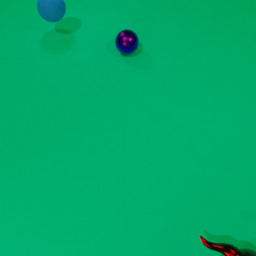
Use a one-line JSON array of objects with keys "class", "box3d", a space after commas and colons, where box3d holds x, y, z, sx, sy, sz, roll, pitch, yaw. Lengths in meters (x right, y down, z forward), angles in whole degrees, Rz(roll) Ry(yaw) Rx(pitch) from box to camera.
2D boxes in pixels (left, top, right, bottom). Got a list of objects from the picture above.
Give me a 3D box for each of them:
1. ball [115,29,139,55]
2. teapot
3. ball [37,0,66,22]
[{"class": "ball", "box3d": [-0.033, -2.618, 8.526, 0.738, 0.738, 0.738, 0, 57, 0]}, {"class": "teapot", "box3d": [1.942, 2.700, 4.788, 1.247, 0.982, 2.005, -22, 84, -53]}, {"class": "ball", "box3d": [-2.355, -3.715, 8.622, 0.871, 0.871, 0.871, 0, 57, 0]}]
